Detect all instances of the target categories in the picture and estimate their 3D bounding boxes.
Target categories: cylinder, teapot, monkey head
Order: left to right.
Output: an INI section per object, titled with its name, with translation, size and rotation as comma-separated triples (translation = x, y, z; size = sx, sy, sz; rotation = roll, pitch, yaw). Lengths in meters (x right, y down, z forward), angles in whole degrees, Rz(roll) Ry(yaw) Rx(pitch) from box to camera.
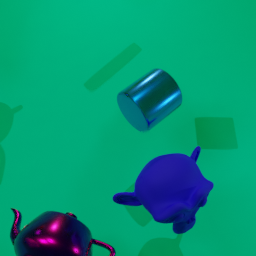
[teapot]
translation = -1.123, 1.736, 4.310
size = 1.921, 1.194, 0.940
rotation = 13, 46, 11
[cylinder]
translation = 0.364, -0.472, 4.799
size = 0.815, 0.815, 0.815
rotation = -37, 69, -19
[monkey head]
translation = 0.678, 1.021, 4.389
size = 1.695, 1.219, 1.021
rotation = -27, 46, -16
